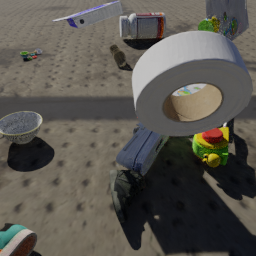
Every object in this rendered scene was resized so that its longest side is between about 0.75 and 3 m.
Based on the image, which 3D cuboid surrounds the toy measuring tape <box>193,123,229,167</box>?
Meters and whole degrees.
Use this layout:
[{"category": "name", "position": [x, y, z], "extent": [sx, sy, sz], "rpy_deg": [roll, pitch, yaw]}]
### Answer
[{"category": "toy measuring tape", "position": [2.338, 0.183, 7.910], "extent": [0.965, 0.965, 2.625], "rpy_deg": [9, 35, 14]}]

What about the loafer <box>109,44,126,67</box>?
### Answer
[{"category": "loafer", "position": [-0.433, -3.481, 13.669], "extent": [0.609, 0.550, 1.610], "rpy_deg": [-27, 51, 5]}]

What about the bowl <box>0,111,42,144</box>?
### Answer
[{"category": "bowl", "position": [-3.150, 0.076, 8.311], "extent": [1.276, 0.599, 1.276], "rpy_deg": [0, 34, 0]}]

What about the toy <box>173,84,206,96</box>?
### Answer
[{"category": "toy", "position": [2.349, -0.998, 9.853], "extent": [1.543, 0.633, 2.680], "rpy_deg": [10, 42, 12]}]

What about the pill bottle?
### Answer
[{"category": "pill bottle", "position": [0.861, -6.092, 16.756], "extent": [2.648, 1.451, 1.451], "rpy_deg": [-4, 34, -5]}]

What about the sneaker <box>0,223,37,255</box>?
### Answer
[{"category": "sneaker", "position": [-2.523, 2.415, 4.807], "extent": [0.779, 0.696, 1.950], "rpy_deg": [15, 29, 24]}]

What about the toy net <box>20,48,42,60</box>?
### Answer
[{"category": "toy net", "position": [-4.885, -3.897, 14.544], "extent": [0.724, 0.267, 1.381], "rpy_deg": [16, 37, 22]}]

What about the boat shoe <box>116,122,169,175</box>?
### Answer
[{"category": "boat shoe", "position": [0.573, 0.154, 7.837], "extent": [0.896, 1.009, 2.741], "rpy_deg": [18, 37, 19]}]

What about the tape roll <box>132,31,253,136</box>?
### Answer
[{"category": "tape roll", "position": [1.227, -0.759, 5.590], "extent": [2.272, 2.272, 0.795], "rpy_deg": [-3, 54, -4]}]

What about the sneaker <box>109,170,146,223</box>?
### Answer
[{"category": "sneaker", "position": [0.024, 1.438, 6.313], "extent": [0.837, 0.559, 1.461], "rpy_deg": [-8, 29, -1]}]

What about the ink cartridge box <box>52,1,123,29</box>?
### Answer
[{"category": "ink cartridge box", "position": [-1.266, -3.297, 8.352], "extent": [1.871, 0.406, 1.854], "rpy_deg": [-21, 25, -10]}]

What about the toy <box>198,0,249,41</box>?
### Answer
[{"category": "toy", "position": [3.077, -3.661, 9.123], "extent": [0.688, 1.677, 2.913], "rpy_deg": [9, 37, 40]}]
